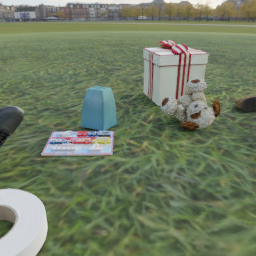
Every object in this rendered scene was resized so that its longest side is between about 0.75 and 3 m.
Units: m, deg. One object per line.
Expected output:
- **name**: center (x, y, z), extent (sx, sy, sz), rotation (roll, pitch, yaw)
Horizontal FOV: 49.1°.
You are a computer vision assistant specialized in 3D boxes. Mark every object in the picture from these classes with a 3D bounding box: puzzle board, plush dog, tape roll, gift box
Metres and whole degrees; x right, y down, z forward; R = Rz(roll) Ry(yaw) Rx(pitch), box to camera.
- **puzzle board**: center (-1.368, 0.396, 8.042), extent (1.889, 0.164, 1.424), rotation (-1, 23, -1)
- **plush dog**: center (2.175, -0.539, 9.267), extent (1.751, 1.405, 1.504), rotation (-34, 45, -5)
- **tape roll**: center (-2.368, 1.733, 4.681), extent (1.984, 0.363, 1.984), rotation (0, 23, 0)
- **gift box**: center (2.012, -2.428, 11.832), extent (2.497, 2.332, 2.304), rotation (-9, 25, -18)

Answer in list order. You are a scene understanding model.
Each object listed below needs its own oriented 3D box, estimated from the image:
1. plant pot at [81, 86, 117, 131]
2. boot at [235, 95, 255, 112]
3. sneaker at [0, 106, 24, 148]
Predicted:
- **plant pot**: center (-0.920, -0.679, 9.056), extent (0.885, 1.252, 0.885), rotation (11, 19, 24)
- **boot**: center (5.112, -1.066, 10.857), extent (1.973, 0.726, 0.745), rotation (-7, 13, -10)
- **sneaker**: center (-3.189, 0.318, 6.703), extent (1.981, 0.747, 0.785), rotation (-44, 51, 6)
